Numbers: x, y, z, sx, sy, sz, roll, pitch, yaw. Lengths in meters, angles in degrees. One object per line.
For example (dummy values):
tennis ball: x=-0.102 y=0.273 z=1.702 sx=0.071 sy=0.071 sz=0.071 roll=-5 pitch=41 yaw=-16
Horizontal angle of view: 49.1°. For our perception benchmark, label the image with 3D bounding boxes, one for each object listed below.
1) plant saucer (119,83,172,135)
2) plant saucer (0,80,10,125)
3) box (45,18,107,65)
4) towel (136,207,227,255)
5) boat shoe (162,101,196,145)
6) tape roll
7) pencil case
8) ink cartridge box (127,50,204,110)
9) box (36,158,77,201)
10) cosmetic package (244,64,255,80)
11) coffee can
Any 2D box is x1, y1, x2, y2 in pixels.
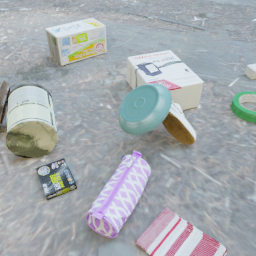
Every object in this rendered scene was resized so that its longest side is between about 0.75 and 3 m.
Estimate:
plant saucer: x=0.397 y=-0.655 z=8.185 sx=1.791 sy=0.322 sz=1.791 roll=-20 pitch=49 yaw=25
plant saucer: x=-4.535 y=-0.827 z=10.074 sx=0.289 sy=1.803 sz=1.803 roll=13 pitch=37 yaw=-21
box: x=-2.573 y=-4.458 z=14.338 sx=2.712 sy=1.525 sz=1.374 roll=-25 pitch=47 yaw=-26
towel: x=1.294 y=2.880 z=6.815 sx=1.838 sy=0.209 sz=1.324 roll=29 pitch=49 yaw=29
boat shoe: x=1.533 y=-0.499 z=9.600 sx=2.419 sy=0.857 sz=0.839 roll=47 pitch=54 yaw=1
tape roll: x=4.934 y=-0.847 z=11.012 sx=1.631 sy=0.392 sz=1.631 roll=0 pitch=40 yaw=0
pencil case: x=-0.177 y=1.719 z=7.539 sx=1.008 sy=1.027 sz=2.402 roll=20 pitch=45 yaw=13
ink cartridge box: x=1.394 y=-1.966 z=11.661 sx=2.122 sy=1.236 sz=2.931 roll=-13 pitch=42 yaw=-15
box: x=-2.153 y=1.500 z=8.376 sx=0.925 sy=0.256 sz=1.154 roll=-18 pitch=44 yaw=-20
cosmetic package: x=6.131 y=-2.673 z=13.070 sx=1.138 sy=0.483 sz=0.612 roll=-12 pitch=44 yaw=-15
coffee can: x=-3.255 y=-0.291 z=9.429 sx=1.575 sy=1.575 sz=2.152 roll=-11 pitch=42 yaw=-12
